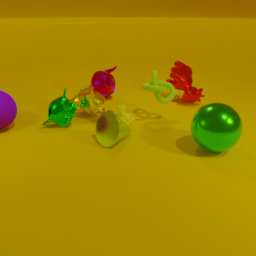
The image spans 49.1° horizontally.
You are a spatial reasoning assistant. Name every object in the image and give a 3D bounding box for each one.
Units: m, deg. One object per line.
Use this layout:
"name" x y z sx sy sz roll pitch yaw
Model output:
"ball" -4.088 -0.563 8.652 1.240 1.240 1.240 0 24 0
"monkey head" -0.199 -0.351 8.747 1.021 0.734 0.615 -11 7 -12
"monkey head" -1.419 -0.813 9.736 1.255 1.051 1.744 -37 25 -12
"teapot" -0.934 -1.855 11.583 0.910 1.155 1.858 0 59 28
"monkey head" -2.157 -0.553 9.108 0.851 1.412 1.016 31 -3 -9
"ball" 2.319 -0.015 7.378 1.307 1.307 1.307 0 24 0
"cone" -0.218 0.054 8.096 1.025 1.021 1.021 7 13 -44
"knot shape" 0.947 -1.334 9.186 1.086 0.536 1.160 -13 63 -48
"cow figurine" 2.346 -1.786 11.139 1.574 0.878 1.599 24 58 0
